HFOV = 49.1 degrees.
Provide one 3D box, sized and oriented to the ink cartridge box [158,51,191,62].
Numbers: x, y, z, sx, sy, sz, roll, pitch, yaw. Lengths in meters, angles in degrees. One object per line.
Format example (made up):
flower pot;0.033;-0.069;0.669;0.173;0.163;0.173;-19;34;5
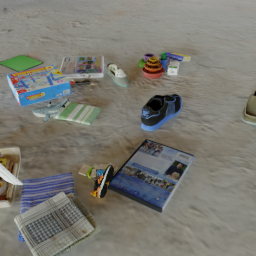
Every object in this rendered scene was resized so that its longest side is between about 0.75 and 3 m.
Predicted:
ink cartridge box;2.777;-4.275;16.662;1.479;0.352;1.497;24;22;28

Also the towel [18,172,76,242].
towel;-2.302;2.154;8.085;1.587;0.261;2.192;-8;36;-12

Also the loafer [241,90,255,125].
loafer;5.405;-0.968;11.927;0.915;0.847;2.432;13;38;17

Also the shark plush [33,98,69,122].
shark plush;-3.153;-0.805;11.617;1.486;0.619;0.675;-20;40;6

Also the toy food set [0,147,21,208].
toy food set;-4.399;1.492;8.570;1.793;0.755;2.499;-6;36;-8

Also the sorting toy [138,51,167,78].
sorting toy;1.431;-3.737;15.626;1.527;1.043;2.541;-5;35;-6

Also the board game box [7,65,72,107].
board game box;-4.239;-2.087;13.301;2.382;0.666;2.332;-19;40;-25

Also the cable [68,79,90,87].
cable;-2.550;-2.336;14.296;1.269;0.319;0.616;-6;36;-8

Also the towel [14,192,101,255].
towel;-1.816;2.449;7.258;1.743;0.301;1.679;-20;37;-33

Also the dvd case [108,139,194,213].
dvd case;0.807;1.402;9.157;1.906;0.234;2.672;18;40;25

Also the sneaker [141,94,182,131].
sneaker;1.494;-0.959;11.704;0.983;1.092;2.804;21;41;27

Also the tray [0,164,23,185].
tray;-3.157;1.071;6.950;0.631;1.176;0.130;12;55;32

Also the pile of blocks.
pile of blocks;-0.942;1.434;9.033;1.234;0.384;0.507;-5;47;6

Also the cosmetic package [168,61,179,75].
cosmetic package;2.533;-3.336;15.609;0.534;0.421;0.992;6;38;12

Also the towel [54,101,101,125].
towel;-2.165;-0.645;12.059;1.714;0.201;1.308;11;37;13

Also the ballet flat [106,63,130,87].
ballet flat;-0.583;-2.878;14.752;0.713;0.674;2.117;-18;40;-23

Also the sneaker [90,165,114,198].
sneaker;-0.809;1.585;8.555;0.486;0.378;1.080;4;58;29

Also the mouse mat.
mouse mat;-6.377;-3.865;16.657;2.177;0.082;1.752;25;42;29

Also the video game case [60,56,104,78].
video game case;-2.588;-3.505;15.950;2.381;0.310;2.616;-2;35;-4
